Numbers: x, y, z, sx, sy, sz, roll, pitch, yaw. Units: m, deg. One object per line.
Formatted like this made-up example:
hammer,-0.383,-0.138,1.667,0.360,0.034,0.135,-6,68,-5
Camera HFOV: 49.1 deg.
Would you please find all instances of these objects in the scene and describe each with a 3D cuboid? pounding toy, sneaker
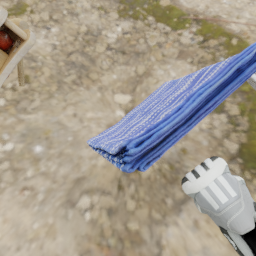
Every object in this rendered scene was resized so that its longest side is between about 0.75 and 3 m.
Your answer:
pounding toy,-2.254,-1.162,5.207,1.430,1.435,2.501,-5,60,41
sneaker,1.180,0.984,2.966,0.646,1.721,0.994,-42,55,10

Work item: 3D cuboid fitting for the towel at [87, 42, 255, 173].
towel,0.388,-0.289,4.011,2.074,2.864,0.342,-39,100,-12

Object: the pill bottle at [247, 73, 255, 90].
pill bottle,2.569,-1.078,4.781,1.021,0.568,0.568,-41,63,12
